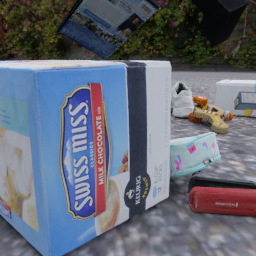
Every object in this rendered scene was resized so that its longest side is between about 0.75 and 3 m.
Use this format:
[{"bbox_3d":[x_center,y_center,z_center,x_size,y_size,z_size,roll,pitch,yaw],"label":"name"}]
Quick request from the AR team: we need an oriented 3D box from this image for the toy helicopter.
[{"bbox_3d":[2.637,-0.290,8.384,1.284,0.766,1.942,9,24,-3],"label":"toy helicopter"}]

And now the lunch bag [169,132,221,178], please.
[{"bbox_3d":[0.735,0.462,4.502,1.119,0.538,1.395,-9,-4,-44],"label":"lunch bag"}]

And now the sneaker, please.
[{"bbox_3d":[1.873,-1.142,10.364,0.926,1.181,2.377,-3,14,-13],"label":"sneaker"}]

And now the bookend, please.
[{"bbox_3d":[1.942,-2.703,6.425,0.547,1.179,1.187,-30,-18,-14],"label":"bookend"}]

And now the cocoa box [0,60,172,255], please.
[{"bbox_3d":[-1.096,0.021,4.023,1.905,1.936,2.903,-13,19,-43],"label":"cocoa box"}]

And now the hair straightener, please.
[{"bbox_3d":[1.885,0.830,3.817,2.117,0.433,0.814,-4,13,10],"label":"hair straightener"}]

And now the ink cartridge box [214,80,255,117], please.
[{"bbox_3d":[4.751,-1.123,10.244,2.774,1.214,2.015,9,16,26],"label":"ink cartridge box"}]

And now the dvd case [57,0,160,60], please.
[{"bbox_3d":[-0.635,-3.190,8.118,1.843,0.227,2.583,25,-39,-32],"label":"dvd case"}]
